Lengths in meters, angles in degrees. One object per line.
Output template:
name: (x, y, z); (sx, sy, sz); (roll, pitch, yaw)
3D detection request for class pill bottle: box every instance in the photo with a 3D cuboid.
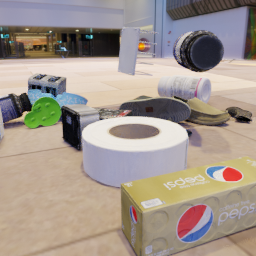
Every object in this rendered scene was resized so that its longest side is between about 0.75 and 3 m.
pill bottle: (-4.719, -0.757, 10.855); (1.810, 1.013, 1.013); (-21, 25, -22)
pill bottle: (2.913, -2.030, 14.674); (2.525, 1.431, 1.431); (14, 23, 37)
pill bottle: (2.245, -2.476, 9.050); (1.284, 1.284, 2.295); (0, 17, -1)

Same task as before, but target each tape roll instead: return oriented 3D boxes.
tape roll: (0.180, 0.512, 7.527); (2.802, 0.980, 2.802); (0, 17, 0)

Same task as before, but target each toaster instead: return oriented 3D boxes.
toaster: (-3.860, -1.662, 13.410); (1.595, 1.764, 1.047); (11, 22, 8)
toaster: (-1.512, -0.063, 8.870); (0.814, 1.241, 1.372); (-13, 22, -34)

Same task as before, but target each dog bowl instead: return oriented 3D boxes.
dog bowl: (-3.056, -1.043, 11.988); (2.620, 0.650, 1.461); (7, -11, 7)

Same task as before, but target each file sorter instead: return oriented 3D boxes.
file sorter: (0.477, -3.497, 12.906); (1.260, 2.023, 1.404); (-3, 19, -31)

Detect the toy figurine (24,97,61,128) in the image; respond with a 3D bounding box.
toy figurine: (-3.653, -0.559, 11.349); (1.530, 1.149, 1.409); (-38, 21, -26)

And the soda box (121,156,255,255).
soda box: (1.347, 1.323, 4.999); (2.863, 0.970, 0.917); (-8, 19, -21)

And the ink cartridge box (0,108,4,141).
ink cartridge box: (-4.809, -0.091, 8.716); (1.398, 1.373, 1.899); (-5, 18, -14)

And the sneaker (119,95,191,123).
sneaker: (1.227, -0.957, 11.843); (2.935, 1.098, 1.559); (5, 21, 19)

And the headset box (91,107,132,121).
headset box: (-0.810, -0.204, 10.126); (1.936, 0.748, 1.441); (7, 19, 17)

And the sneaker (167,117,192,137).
sneaker: (1.664, 0.001, 9.691); (1.131, 0.648, 0.432); (7, 21, 15)

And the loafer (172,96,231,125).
loafer: (2.805, -0.765, 11.555); (2.768, 0.933, 1.052); (11, 21, 30)

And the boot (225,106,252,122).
boot: (4.633, -0.560, 11.773); (1.225, 0.424, 1.066); (12, 21, 27)
